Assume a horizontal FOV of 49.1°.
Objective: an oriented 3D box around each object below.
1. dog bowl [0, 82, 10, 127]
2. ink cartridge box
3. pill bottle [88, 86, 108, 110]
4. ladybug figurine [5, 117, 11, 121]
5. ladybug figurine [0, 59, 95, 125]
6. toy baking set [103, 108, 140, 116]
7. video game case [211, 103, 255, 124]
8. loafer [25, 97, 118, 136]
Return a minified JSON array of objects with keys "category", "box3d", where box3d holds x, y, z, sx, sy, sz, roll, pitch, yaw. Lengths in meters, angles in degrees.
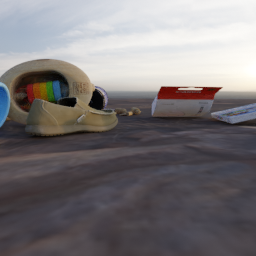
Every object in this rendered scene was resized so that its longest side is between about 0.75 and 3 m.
[{"category":"dog bowl","box3d":[-3.627,-0.506,6.481,0.667,1.501,2.692,12,8,3]},{"category":"ink cartridge box","box3d":[2.040,-0.903,10.269,2.118,0.744,2.606,0,-3,-1]},{"category":"pill bottle","box3d":[-1.512,-1.254,12.483,1.206,1.206,2.156,0,11,2]},{"category":"ladybug figurine","box3d":[-4.875,-0.589,9.668,1.957,0.704,1.328,-5,9,-34]},{"category":"ladybug figurine","box3d":[-2.456,-1.042,8.498,2.912,1.977,1.048,-4,-2,-5]},{"category":"toy baking set","box3d":[-0.438,-0.794,12.973,1.849,0.280,2.409,-1,7,-6]},{"category":"video game case","box3d":[3.990,-0.532,9.540,1.744,0.219,2.436,-12,5,4]},{"category":"loafer","box3d":[-1.246,-0.331,6.933,0.996,0.883,2.619,6,9,39]}]
